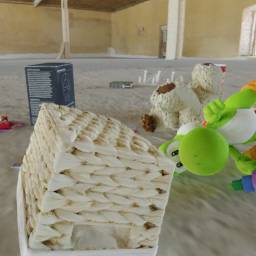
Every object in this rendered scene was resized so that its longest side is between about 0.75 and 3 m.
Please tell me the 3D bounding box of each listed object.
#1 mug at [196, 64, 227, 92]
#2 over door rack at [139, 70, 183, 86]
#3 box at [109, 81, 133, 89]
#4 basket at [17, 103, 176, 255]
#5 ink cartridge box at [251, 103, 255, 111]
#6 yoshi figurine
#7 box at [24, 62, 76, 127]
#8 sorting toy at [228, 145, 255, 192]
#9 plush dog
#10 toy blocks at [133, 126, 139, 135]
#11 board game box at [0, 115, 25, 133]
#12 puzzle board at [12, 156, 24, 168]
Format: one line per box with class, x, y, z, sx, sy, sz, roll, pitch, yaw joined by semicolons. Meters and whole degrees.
mug;3.434;-1.670;11.352;1.568;1.767;1.179;-9;19;-29
over door rack;2.167;-3.273;18.050;2.046;0.922;2.769;10;20;27
box;-0.405;-2.624;16.968;1.321;0.292;1.058;3;18;9
basket;-0.564;0.623;3.858;1.549;1.410;2.285;13;11;-25
ink cartridge box;4.697;-0.377;9.024;1.075;0.621;1.473;-11;21;-26
yoshi figurine;2.031;0.125;5.649;2.956;1.655;1.661;-29;61;-14
box;-2.504;-1.134;9.284;1.047;1.956;1.452;3;17;10
sorting toy;2.529;0.753;5.602;0.835;0.840;2.424;-16;3;35
plush dog;1.546;-0.520;8.124;2.497;2.004;2.145;-32;12;-30
toy blocks;-0.215;0.207;6.892;0.884;0.796;0.946;5;18;15
board game box;-4.125;-0.185;9.037;1.486;0.289;1.174;5;18;17
puzzle board;-2.147;0.773;6.308;0.752;0.065;0.567;-1;18;-1
